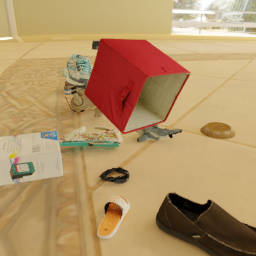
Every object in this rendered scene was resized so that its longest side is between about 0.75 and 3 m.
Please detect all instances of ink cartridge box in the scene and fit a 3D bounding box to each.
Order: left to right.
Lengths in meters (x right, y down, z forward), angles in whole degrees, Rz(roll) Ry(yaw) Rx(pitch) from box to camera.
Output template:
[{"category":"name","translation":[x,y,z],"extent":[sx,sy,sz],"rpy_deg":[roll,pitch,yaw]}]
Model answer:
[{"category":"ink cartridge box","translation":[-3.061,0.814,7.607],"extent":[2.390,0.804,1.388],"rpy_deg":[-7,24,-15]}]

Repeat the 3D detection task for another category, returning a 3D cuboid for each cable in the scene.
[{"category":"cable","translation":[-0.362,1.227,7.424],"extent":[0.816,0.207,0.666],"rpy_deg":[-2,23,-2]}]

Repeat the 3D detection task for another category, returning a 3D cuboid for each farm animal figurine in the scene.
[{"category":"farm animal figurine","translation":[-1.289,-1.217,11.841],"extent":[2.625,1.384,2.654],"rpy_deg":[-9,28,10]}]

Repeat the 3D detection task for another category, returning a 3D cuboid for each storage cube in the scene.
[{"category":"storage cube","translation":[0.161,-1.054,6.604],"extent":[1.792,1.532,1.611],"rpy_deg":[-15,50,-42]}]

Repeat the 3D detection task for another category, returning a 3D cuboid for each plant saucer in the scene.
[{"category":"plant saucer","translation":[3.263,0.041,10.145],"extent":[1.231,0.218,1.231],"rpy_deg":[0,24,0]}]

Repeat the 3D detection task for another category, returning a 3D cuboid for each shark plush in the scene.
[{"category":"shark plush","translation":[0.943,0.087,9.430],"extent":[1.672,0.696,0.760],"rpy_deg":[9,25,19]}]

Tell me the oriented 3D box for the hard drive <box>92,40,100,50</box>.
[{"category":"hard drive","translation":[-0.633,-2.549,8.663],"extent":[0.937,0.154,0.654],"rpy_deg":[-1,3,-10]}]

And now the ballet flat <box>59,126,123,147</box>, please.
[{"category":"ballet flat","translation":[-1.192,0.267,8.919],"extent":[2.042,0.653,0.772],"rpy_deg":[1,-16,-10]}]

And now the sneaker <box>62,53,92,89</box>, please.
[{"category":"sneaker","translation":[-1.760,-2.115,10.154],"extent":[0.947,1.054,2.441],"rpy_deg":[11,19,-34]}]

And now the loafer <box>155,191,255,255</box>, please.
[{"category":"loafer","translation":[1.583,1.832,5.249],"extent":[2.288,0.816,0.835],"rpy_deg":[11,26,25]}]

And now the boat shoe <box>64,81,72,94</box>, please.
[{"category":"boat shoe","translation":[-2.910,-2.480,15.278],"extent":[0.749,0.750,2.074],"rpy_deg":[2,24,5]}]

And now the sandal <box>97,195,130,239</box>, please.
[{"category":"sandal","translation":[-0.289,1.770,5.955],"extent":[0.499,0.373,1.301],"rpy_deg":[6,24,13]}]
